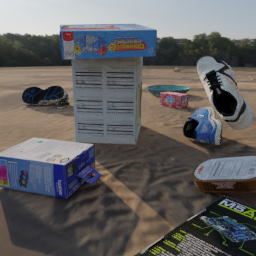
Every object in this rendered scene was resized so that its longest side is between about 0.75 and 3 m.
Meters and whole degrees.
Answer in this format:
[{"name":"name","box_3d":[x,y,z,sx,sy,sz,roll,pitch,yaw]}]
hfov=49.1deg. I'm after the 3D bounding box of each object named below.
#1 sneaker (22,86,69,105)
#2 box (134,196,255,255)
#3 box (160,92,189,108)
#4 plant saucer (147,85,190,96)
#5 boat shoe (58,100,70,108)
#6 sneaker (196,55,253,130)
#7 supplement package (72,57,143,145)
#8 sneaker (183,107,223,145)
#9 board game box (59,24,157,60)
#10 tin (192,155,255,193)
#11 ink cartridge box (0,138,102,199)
[{"name":"sneaker","box_3d":[-4.044,-1.480,13.661,2.467,0.934,0.950,2,-12,18]},{"name":"box","box_3d":[1.358,1.654,2.603,2.350,0.578,2.433,-12,19,-42]},{"name":"box","box_3d":[2.184,-1.349,13.289,0.643,0.593,1.254,-14,21,-41]},{"name":"plant saucer","box_3d":[2.374,-2.188,16.565,2.560,0.460,2.560,0,16,0]},{"name":"boat shoe","box_3d":[-3.002,-1.156,13.149,0.353,0.298,0.991,3,16,10]},{"name":"sneaker","box_3d":[2.708,-1.219,8.172,1.062,0.978,2.654,18,42,-48]},{"name":"supplement package","box_3d":[-0.505,-1.033,8.643,1.816,2.470,2.362,2,16,6]},{"name":"sneaker","box_3d":[2.122,-0.144,8.395,0.957,0.843,2.146,3,16,3]},{"name":"board game box","box_3d":[-0.638,-2.363,7.437,2.275,0.636,2.228,-5,25,-11]},{"name":"tin","box_3d":[1.887,0.830,5.155,1.470,0.308,0.823,-10,19,39]},{"name":"ink cartridge box","box_3d":[-1.462,0.744,5.563,1.833,0.700,1.251,3,16,18]}]
